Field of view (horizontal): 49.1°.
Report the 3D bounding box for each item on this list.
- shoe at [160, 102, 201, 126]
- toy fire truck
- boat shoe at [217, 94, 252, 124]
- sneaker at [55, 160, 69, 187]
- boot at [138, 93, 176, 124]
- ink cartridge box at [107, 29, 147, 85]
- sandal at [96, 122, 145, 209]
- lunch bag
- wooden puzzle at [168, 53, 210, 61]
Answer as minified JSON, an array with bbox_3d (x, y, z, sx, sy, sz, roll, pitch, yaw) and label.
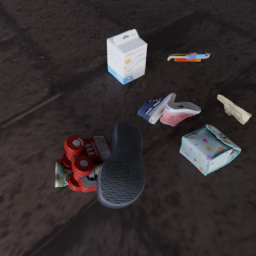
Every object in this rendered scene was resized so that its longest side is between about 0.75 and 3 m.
[{"bbox_3d":[1.564,-0.416,8.401,1.314,0.598,0.469,-2,42,-33],"label":"shoe"},{"bbox_3d":[-0.953,0.870,7.301,1.327,0.886,1.580,-7,50,-29],"label":"toy fire truck"},{"bbox_3d":[3.065,-0.586,8.342,0.449,0.406,1.260,12,27,-37],"label":"boat shoe"},{"bbox_3d":[-1.692,1.168,7.190,0.345,0.258,0.769,3,50,-14],"label":"sneaker"},{"bbox_3d":[0.919,-0.753,8.767,0.614,0.495,1.360,33,59,20],"label":"boot"},{"bbox_3d":[-0.046,-2.457,9.483,0.975,1.517,0.950,-30,60,-22],"label":"ink cartridge box"},{"bbox_3d":[-0.118,0.945,7.130,1.102,0.620,2.897,26,33,-6],"label":"sandal"},{"bbox_3d":[2.246,0.505,7.560,1.285,0.783,1.094,-23,47,-22],"label":"lunch bag"},{"bbox_3d":[2.040,-2.396,9.531,1.453,0.252,2.154,0,16,16],"label":"wooden puzzle"}]
